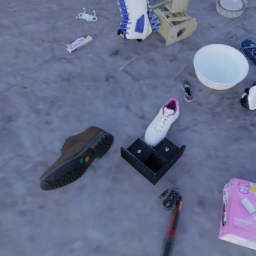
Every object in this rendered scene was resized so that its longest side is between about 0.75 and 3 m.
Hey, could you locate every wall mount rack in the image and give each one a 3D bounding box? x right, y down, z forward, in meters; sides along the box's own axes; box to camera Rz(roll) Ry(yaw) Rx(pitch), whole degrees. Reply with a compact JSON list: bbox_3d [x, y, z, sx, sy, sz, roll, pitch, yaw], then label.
[{"bbox_3d":[-1.931,-5.156,12.929,0.941,0.351,0.818,19,62,11],"label":"wall mount rack"}]

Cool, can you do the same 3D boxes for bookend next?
[{"bbox_3d":[0.819,0.783,9.262,1.516,0.703,1.526,40,67,21],"label":"bookend"}]

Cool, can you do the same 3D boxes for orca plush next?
[{"bbox_3d":[4.833,-1.580,10.546,0.878,1.300,2.471,20,67,49],"label":"orca plush"}]

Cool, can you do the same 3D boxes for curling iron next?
[{"bbox_3d":[1.080,3.116,8.090,0.727,0.375,2.933,12,60,5],"label":"curling iron"}]

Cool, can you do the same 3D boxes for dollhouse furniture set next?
[{"bbox_3d":[1.656,-5.507,11.910,1.542,2.452,2.773,-27,64,-15],"label":"dollhouse furniture set"}]

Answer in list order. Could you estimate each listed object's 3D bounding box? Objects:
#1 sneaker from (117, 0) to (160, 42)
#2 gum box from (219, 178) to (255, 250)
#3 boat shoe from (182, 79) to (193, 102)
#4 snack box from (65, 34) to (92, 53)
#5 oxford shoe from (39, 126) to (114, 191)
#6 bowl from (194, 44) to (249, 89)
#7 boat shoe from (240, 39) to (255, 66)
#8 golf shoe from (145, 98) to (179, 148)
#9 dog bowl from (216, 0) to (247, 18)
[{"bbox_3d":[0.121,-4.484,11.378,1.618,2.801,1.132,-49,46,-1],"label":"sneaker"},{"bbox_3d":[4.081,2.665,8.005,2.863,0.947,1.625,15,62,8],"label":"gum box"},{"bbox_3d":[2.318,-1.521,10.820,0.380,0.328,1.047,-3,60,-1],"label":"boat shoe"},{"bbox_3d":[-2.145,-3.695,12.194,1.173,0.143,0.422,-39,67,-20],"label":"snack box"},{"bbox_3d":[-1.813,0.936,9.126,1.162,1.000,2.753,33,59,31],"label":"oxford shoe"},{"bbox_3d":[3.492,-2.202,10.874,2.047,0.920,2.047,0,59,0],"label":"bowl"},{"bbox_3d":[5.416,-3.070,11.531,0.804,0.656,1.910,-23,62,-13],"label":"boat shoe"},{"bbox_3d":[1.170,-0.221,9.740,0.752,0.914,1.998,26,65,13],"label":"golf shoe"},{"bbox_3d":[4.854,-5.781,13.253,1.429,0.419,1.429,0,60,0],"label":"dog bowl"}]
